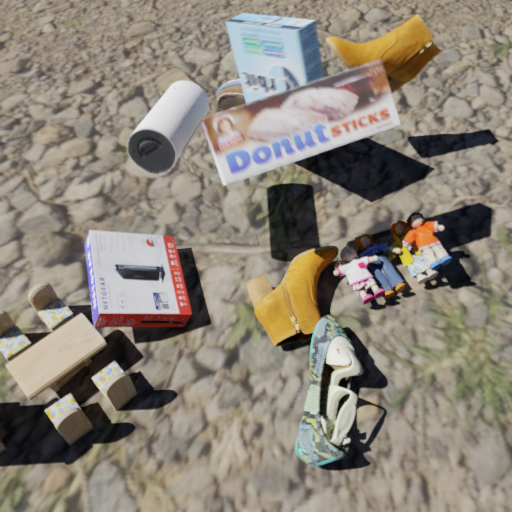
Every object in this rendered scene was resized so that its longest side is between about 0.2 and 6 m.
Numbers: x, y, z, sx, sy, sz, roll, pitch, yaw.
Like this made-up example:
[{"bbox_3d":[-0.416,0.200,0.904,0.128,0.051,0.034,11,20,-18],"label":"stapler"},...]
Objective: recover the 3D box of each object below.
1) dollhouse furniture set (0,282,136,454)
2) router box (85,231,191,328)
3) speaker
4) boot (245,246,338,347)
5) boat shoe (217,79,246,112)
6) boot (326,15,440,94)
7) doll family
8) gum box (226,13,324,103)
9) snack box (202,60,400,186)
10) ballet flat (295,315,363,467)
[{"bbox_3d":[-3.908,1.918,9.304,2.745,1.786,2.521,-37,62,-23],"label":"dollhouse furniture set"},{"bbox_3d":[-2.291,0.445,10.748,1.741,0.474,1.940,3,50,-29],"label":"router box"},{"bbox_3d":[-1.516,-2.318,9.914,0.864,0.864,2.127,9,39,6],"label":"speaker"},{"bbox_3d":[0.990,0.804,10.843,2.144,0.755,1.535,-24,64,-14],"label":"boot"},{"bbox_3d":[0.434,-3.341,13.473,3.195,1.154,1.156,16,58,11],"label":"boat shoe"},{"bbox_3d":[2.644,-4.334,11.465,2.248,1.609,0.791,22,36,-38],"label":"boot"},{"bbox_3d":[2.686,0.035,11.313,2.321,1.046,1.441,-26,64,3],"label":"doll family"},{"bbox_3d":[0.491,-3.508,11.260,0.539,2.421,2.057,-36,42,-25],"label":"gum box"},{"bbox_3d":[0.760,-2.181,9.197,3.132,0.381,1.126,-20,98,-8],"label":"snack box"},{"bbox_3d":[1.381,2.216,9.563,1.003,1.003,2.703,8,60,6],"label":"ballet flat"}]
